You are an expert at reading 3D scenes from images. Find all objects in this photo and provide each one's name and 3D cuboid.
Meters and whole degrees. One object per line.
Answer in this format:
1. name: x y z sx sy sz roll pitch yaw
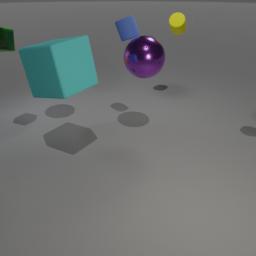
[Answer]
1. cube: -1.920 -1.719 7.909 1.400 1.400 1.400 6 28 35
2. cylinder: 2.225 -4.648 12.494 0.700 0.700 0.700 10 -7 18
3. cube: -4.108 -2.793 8.838 0.700 0.700 0.700 6 13 27
4. cylinder: -0.023 -3.509 9.867 0.700 0.700 0.700 -20 19 7
5. ball: 0.552 -2.379 9.444 1.400 1.400 1.400 0 28 0
